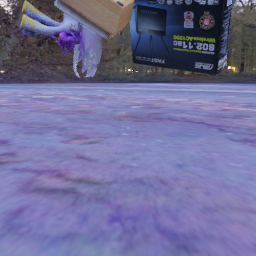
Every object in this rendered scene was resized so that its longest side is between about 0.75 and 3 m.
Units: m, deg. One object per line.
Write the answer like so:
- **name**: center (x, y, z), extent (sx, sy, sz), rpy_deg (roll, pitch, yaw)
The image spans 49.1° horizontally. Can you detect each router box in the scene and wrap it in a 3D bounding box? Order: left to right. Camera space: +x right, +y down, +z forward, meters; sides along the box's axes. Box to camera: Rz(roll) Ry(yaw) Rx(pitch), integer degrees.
- **router box**: center (1.482, -2.968, 8.412), extent (2.988, 2.239, 0.928), rpy_deg (16, 40, 30)

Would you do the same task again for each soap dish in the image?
- **soap dish**: center (-0.711, -3.094, 6.900), extent (1.641, 0.847, 2.086), rpy_deg (32, 31, -7)

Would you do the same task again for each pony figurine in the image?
- **pony figurine**: center (-1.684, -3.095, 8.593), extent (2.930, 2.828, 2.440), rpy_deg (13, 6, -29)
